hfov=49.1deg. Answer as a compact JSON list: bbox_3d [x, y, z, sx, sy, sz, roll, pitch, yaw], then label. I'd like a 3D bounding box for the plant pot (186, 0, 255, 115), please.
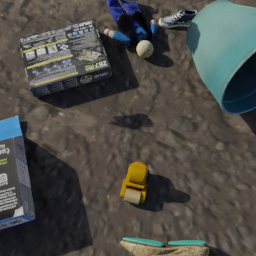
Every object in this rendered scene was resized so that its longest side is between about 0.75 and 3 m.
[{"bbox_3d":[2.927,-2.111,7.664,2.587,2.587,2.430,-24,55,-10],"label":"plant pot"}]

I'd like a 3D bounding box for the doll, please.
[{"bbox_3d":[0.054,-3.356,9.035,1.797,0.638,2.634,-22,75,-17],"label":"doll"}]

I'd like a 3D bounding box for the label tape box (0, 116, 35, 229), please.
[{"bbox_3d":[-3.700,1.092,7.023,2.109,0.973,2.943,-15,70,-6],"label":"label tape box"}]

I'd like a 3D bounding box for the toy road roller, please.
[{"bbox_3d":[0.187,1.354,7.030,0.621,0.738,1.011,11,68,5],"label":"toy road roller"}]

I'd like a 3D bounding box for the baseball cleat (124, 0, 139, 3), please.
[{"bbox_3d":[-0.508,-4.153,7.067,0.781,2.239,1.192,-37,45,28],"label":"baseball cleat"}]

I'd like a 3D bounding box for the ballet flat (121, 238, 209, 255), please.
[{"bbox_3d":[0.842,2.918,6.430,2.047,0.722,0.668,2,76,4],"label":"ballet flat"}]

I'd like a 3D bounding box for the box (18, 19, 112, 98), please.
[{"bbox_3d":[-1.932,-2.184,8.577,2.439,0.599,1.966,-18,67,-7],"label":"box"}]

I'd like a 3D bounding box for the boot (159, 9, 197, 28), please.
[{"bbox_3d":[1.640,-3.650,9.210,1.207,0.545,0.439,-3,68,-1],"label":"boot"}]
